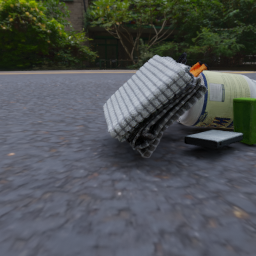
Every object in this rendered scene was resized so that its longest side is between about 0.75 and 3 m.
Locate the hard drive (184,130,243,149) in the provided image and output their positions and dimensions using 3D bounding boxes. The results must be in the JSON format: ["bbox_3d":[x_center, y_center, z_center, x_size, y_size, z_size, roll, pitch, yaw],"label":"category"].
[{"bbox_3d":[1.962,0.240,6.377,1.173,0.193,0.819,-9,11,-43],"label":"hard drive"}]

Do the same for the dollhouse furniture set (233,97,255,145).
[{"bbox_3d":[3.654,-0.132,6.335,1.413,1.082,2.157,-6,10,-18],"label":"dollhouse furniture set"}]

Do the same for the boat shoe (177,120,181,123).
[{"bbox_3d":[1.913,-0.607,9.483,0.558,0.644,1.510,6,13,18],"label":"boat shoe"}]

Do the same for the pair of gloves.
[{"bbox_3d":[1.082,-1.071,8.227,0.346,2.497,2.802,40,14,-19],"label":"pair of gloves"}]

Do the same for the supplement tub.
[{"bbox_3d":[2.620,-0.791,8.065,2.189,1.587,1.587,4,13,-11],"label":"supplement tub"}]

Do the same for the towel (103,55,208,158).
[{"bbox_3d":[0.534,-0.609,6.515,2.062,1.066,2.490,-42,21,7],"label":"towel"}]
